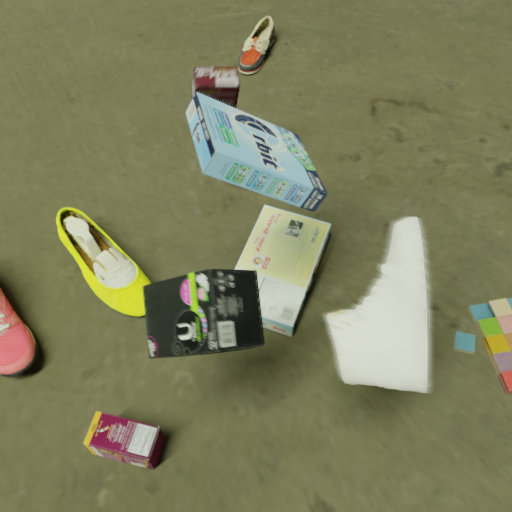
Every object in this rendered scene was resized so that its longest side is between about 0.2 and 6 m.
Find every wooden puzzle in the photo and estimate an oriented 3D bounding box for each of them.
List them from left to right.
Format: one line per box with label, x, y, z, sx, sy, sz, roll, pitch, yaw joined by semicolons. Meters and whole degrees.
wooden puzzle;5.043;1.522;10.143;2.948;0.207;1.748;-8;57;-5

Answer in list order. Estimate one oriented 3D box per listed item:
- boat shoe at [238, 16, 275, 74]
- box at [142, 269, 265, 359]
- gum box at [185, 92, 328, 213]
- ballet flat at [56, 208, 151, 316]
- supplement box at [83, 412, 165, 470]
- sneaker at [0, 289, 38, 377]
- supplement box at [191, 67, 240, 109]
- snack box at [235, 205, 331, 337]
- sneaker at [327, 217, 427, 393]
boat shoe;0.021;-5.468;14.565;0.662;0.582;1.861;20;60;11
box;-0.683;0.740;7.030;0.826;1.329;0.987;3;77;-47
gum box;-0.013;-1.441;7.814;1.791;0.399;1.521;15;37;-30
ballet flat;-2.968;0.043;10.690;0.936;0.939;2.803;-37;64;-22
supplement box;-2.075;2.940;8.909;1.075;0.704;0.555;12;57;7
sneaker;-4.896;0.979;9.909;1.024;1.205;2.777;-34;63;-20
supplement box;-0.824;-2.971;10.857;0.840;1.544;0.470;-4;70;-11
snack box;0.411;0.212;10.858;1.441;0.460;2.481;17;58;11
sneaker;1.478;0.579;6.958;1.236;0.788;2.139;0;84;17
